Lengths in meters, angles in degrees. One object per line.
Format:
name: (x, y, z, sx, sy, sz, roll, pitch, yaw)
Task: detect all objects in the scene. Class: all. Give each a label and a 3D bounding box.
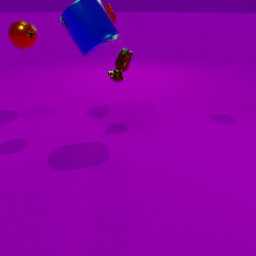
monkey head: (-0.644, -3.462, 9.191, 0.740, 0.883, 1.228, -42, -9, -5)
cylinder: (-0.903, -2.395, 6.657, 1.032, 1.032, 1.032, -32, 7, 5)
cow figurine: (-0.195, -1.738, 7.826, 0.511, 0.932, 0.917, 23, 27, -1)
ball: (-2.636, -2.330, 7.032, 0.704, 0.704, 0.704, 0, 25, 0)
